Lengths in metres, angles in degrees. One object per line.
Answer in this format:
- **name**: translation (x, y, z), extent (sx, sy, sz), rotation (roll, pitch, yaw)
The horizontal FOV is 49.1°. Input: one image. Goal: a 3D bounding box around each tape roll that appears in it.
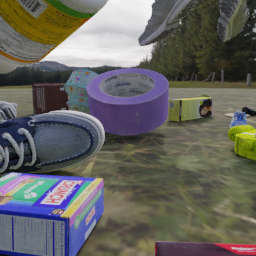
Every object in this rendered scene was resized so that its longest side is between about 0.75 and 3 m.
- **tape roll**: translation (0.008, -0.806, 7.821), extent (2.238, 0.951, 2.238), rotation (-3, 33, 2)

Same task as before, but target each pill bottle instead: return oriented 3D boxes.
- **pill bottle**: translation (-1.778, -2.054, 4.895), extent (2.817, 1.565, 1.565), rotation (-22, -6, 39)

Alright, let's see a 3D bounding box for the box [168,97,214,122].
- **box**: translation (2.356, -0.721, 10.293), extent (2.080, 0.783, 0.521), rotation (-9, 14, -39)

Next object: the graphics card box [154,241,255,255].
- **graphics card box**: translation (0.574, 1.054, 1.256), extent (0.897, 0.363, 1.429), rotation (1, 11, 4)

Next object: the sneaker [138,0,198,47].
- **sneaker**: translation (1.153, -3.770, 9.395), extent (0.990, 1.086, 2.650), rotation (-26, -7, -42)

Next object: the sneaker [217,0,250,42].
- **sneaker**: translation (2.784, -3.045, 7.192), extent (0.737, 0.672, 1.797), rotation (-23, -21, -2)

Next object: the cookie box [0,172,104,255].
- **cookie box**: translation (-0.881, 0.774, 2.680), extent (1.101, 0.414, 0.942), rotation (3, 9, 11)

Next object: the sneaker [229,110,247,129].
- **sneaker**: translation (3.199, -0.208, 8.139), extent (0.484, 0.492, 1.278), rotation (4, 12, 14)

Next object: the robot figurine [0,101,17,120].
- **robot figurine**: translation (-4.019, -0.461, 8.759), extent (1.358, 0.767, 1.151), rotation (8, 35, 44)

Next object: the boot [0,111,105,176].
- **boot**: translation (-1.659, 0.362, 3.899), extent (2.619, 0.953, 1.183), rotation (-9, 11, 2)

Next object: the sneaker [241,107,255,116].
- **sneaker**: translation (4.853, -0.665, 11.171), extent (0.788, 0.297, 0.312), rotation (6, 16, -27)

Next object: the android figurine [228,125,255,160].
- **android figurine**: translation (3.019, 0.279, 5.488), extent (2.268, 0.466, 2.064), rotation (-7, 12, -42)

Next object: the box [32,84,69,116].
- **box**: translation (-3.133, -1.139, 11.232), extent (1.249, 1.262, 1.521), rotation (-4, 11, -21)

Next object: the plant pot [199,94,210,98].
- **plant pot**: translation (3.040, -0.940, 11.931), extent (0.774, 0.815, 0.815), rotation (-20, 18, -27)

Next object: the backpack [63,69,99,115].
- **backpack**: translation (-1.271, -1.048, 9.280), extent (1.553, 1.767, 1.354), rotation (11, 57, 38)

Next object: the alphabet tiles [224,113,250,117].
- **alphabet tiles**: translation (4.267, -0.489, 10.988), extent (0.919, 0.067, 0.899), rotation (-5, 10, -27)
